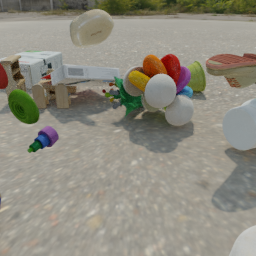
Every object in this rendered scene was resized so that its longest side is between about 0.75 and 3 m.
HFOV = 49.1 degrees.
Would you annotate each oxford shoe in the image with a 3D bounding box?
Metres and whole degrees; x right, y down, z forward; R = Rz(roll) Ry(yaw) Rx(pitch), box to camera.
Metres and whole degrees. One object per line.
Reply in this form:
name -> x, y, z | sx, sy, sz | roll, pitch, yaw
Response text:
oxford shoe -> 2.576, -1.261, 6.481 | 2.193, 0.810, 0.776 | -9, 31, -33

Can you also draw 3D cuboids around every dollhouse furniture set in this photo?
dollhouse furniture set -> -3.309, -1.895, 10.707 | 2.461, 1.601, 2.261 | -1, 26, -1

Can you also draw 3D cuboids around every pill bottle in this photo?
pill bottle -> 3.780, -0.202, 7.490 | 2.332, 1.319, 1.319 | -13, 29, -26

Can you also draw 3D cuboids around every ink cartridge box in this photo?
ink cartridge box -> -1.819, -1.851, 10.648 | 2.357, 0.527, 2.077 | -6, -2, -40
ink cartridge box -> -4.576, -2.816, 13.145 | 1.987, 1.126, 2.710 | 8, 27, 17

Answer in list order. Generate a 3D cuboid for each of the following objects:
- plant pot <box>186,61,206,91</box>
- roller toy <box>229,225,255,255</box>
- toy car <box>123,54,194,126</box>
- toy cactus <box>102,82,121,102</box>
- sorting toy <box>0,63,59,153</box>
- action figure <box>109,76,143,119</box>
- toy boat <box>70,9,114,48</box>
plant pot -> 2.401, -2.006, 11.566 | 1.185, 1.289, 1.289 | -14, 27, -4
roller toy -> 1.792, 2.016, 2.958 | 1.832, 1.280, 1.671 | 4, 22, -16
toy car -> 1.157, -1.334, 8.763 | 2.352, 1.764, 2.058 | 38, -1, -37
toy cactus -> -0.132, -1.263, 10.672 | 1.494, 0.764, 1.233 | -9, 46, -24
sorting toy -> -1.866, -0.292, 4.292 | 0.612, 1.764, 0.608 | -37, 6, 45
action figure -> 0.230, -1.157, 9.916 | 0.636, 1.374, 2.326 | -6, 7, 34
toy boat -> -1.408, -4.148, 10.337 | 1.853, 2.204, 1.024 | -26, 48, -27
